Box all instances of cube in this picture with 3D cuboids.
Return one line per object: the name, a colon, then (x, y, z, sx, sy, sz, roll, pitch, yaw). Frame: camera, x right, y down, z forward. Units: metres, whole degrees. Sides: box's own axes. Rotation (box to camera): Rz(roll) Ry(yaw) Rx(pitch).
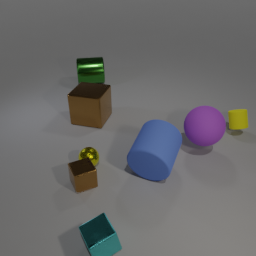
cube: (-1.570, -0.998, 11.863, 1.400, 1.400, 1.400, 8, 33, 13)
cube: (-0.652, 2.606, 6.640, 0.700, 0.700, 0.700, -26, 39, -16)
cube: (-1.387, 1.447, 8.614, 0.700, 0.700, 0.700, -15, 35, -22)

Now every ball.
ball: (-1.306, 0.979, 9.367, 0.700, 0.700, 0.700, 0, 32, 0)
ball: (2.632, -0.071, 9.653, 1.400, 1.400, 1.400, 0, 32, 0)

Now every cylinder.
cylinder: (-1.998, -3.071, 15.056, 1.400, 1.400, 1.400, -5, 32, -7)
cylinder: (0.854, 0.689, 8.825, 1.400, 1.400, 1.400, 13, 47, 20)
cylinder: (4.311, -0.345, 10.960, 0.700, 0.700, 0.700, -7, 8, 1)
